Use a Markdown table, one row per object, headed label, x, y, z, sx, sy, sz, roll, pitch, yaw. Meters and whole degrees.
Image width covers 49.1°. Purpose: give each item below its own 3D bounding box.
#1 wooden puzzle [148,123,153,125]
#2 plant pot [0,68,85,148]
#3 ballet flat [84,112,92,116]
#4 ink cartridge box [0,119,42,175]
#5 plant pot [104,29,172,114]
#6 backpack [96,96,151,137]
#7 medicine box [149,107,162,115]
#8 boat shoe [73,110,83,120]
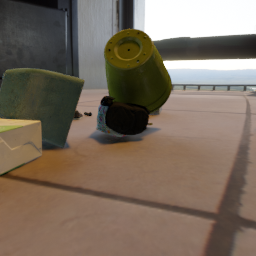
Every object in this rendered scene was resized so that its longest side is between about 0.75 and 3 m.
| label | x | y | z | sx | sy | sz | roll | pitch | yaw |
| --- | --- | --- | --- | --- | --- | --- | --- | --- | --- |
| wooden puzzle | 0.040 | -0.108 | 11.425 | 1.840 | 0.215 | 1.242 | 0 | 1 | 10 |
| plant pot | -2.818 | -0.855 | 8.649 | 2.154 | 2.109 | 2.115 | 17 | 4 | -21 |
| ballet flat | -2.202 | -0.806 | 15.440 | 0.267 | 0.228 | 0.804 | -7 | 12 | -36 |
| ink cartridge box | -3.855 | 0.327 | 6.883 | 2.932 | 0.987 | 1.717 | 3 | 10 | 15 |
| plant pot | 0.237 | -2.188 | 10.418 | 2.650 | 2.650 | 2.552 | 2 | -22 | 13 |
| backpack | -0.393 | -0.354 | 9.788 | 1.694 | 1.285 | 2.030 | 16 | 0 | -25 |
| medicine box | 1.010 | -1.414 | 16.488 | 1.866 | 1.054 | 2.049 | 2 | 11 | 10 |
| boat shoe | -2.595 | -0.740 | 14.387 | 0.539 | 0.465 | 1.483 | -1 | 10 | -6 |
